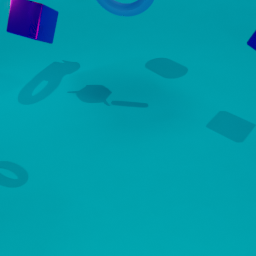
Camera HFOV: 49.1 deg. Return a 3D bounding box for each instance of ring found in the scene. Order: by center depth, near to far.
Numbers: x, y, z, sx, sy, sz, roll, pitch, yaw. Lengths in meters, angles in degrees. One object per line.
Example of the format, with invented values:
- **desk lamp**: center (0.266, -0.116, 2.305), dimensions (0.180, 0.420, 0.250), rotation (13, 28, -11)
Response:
- **ring**: center (-0.079, -2.438, 4.875), dimensions (1.159, 1.159, 0.232), rotation (5, 63, 7)

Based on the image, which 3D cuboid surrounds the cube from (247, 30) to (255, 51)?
- **cube**: center (2.666, -1.597, 4.387), dimensions (0.923, 0.923, 0.923), rotation (41, 66, 12)

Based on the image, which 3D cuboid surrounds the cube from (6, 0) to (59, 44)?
- **cube**: center (-2.752, -3.100, 8.141), dimensions (0.979, 0.979, 0.979), rotation (18, 14, 9)
